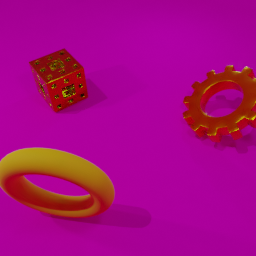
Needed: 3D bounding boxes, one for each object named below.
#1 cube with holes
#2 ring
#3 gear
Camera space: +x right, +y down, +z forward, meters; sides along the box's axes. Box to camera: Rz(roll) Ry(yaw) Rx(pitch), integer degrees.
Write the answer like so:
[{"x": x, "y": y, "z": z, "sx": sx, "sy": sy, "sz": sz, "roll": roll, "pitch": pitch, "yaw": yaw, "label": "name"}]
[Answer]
[{"x": -1.869, "y": -1.302, "z": 7.667, "sx": 1.067, "sy": 1.067, "sz": 1.067, "roll": -29, "pitch": 56, "yaw": -22, "label": "cube with holes"}, {"x": -1.275, "y": 1.053, "z": 5.012, "sx": 2.100, "sy": 2.100, "sz": 0.420, "roll": 6, "pitch": 51, "yaw": 5, "label": "ring"}, {"x": 2.336, "y": -0.625, "z": 6.883, "sx": 1.988, "sy": 0.368, "sz": 1.988, "roll": -20, "pitch": 50, "yaw": 26, "label": "gear"}]
